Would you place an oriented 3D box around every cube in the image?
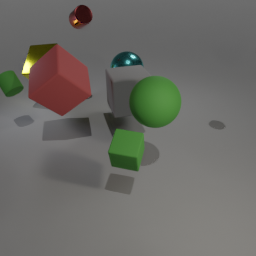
[{"bbox_3d":[-3.342,-2.570,11.876,1.400,1.400,1.400,3,73,22],"label":"cube"},{"bbox_3d":[0.016,-1.362,10.206,1.400,1.400,1.400,-8,31,-12],"label":"cube"},{"bbox_3d":[-0.019,0.536,6.778,0.700,0.700,0.700,9,55,12],"label":"cube"},{"bbox_3d":[-2.218,-1.512,9.108,1.400,1.400,1.400,-32,50,23],"label":"cube"}]

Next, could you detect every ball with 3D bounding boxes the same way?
[{"bbox_3d":[-0.041,-2.438,11.540,1.400,1.400,1.400,0,30,0],"label":"ball"},{"bbox_3d":[0.730,-0.701,7.560,1.400,1.400,1.400,0,30,0],"label":"ball"}]

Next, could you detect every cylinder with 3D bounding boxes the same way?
[{"bbox_3d":[-1.776,-4.144,10.487,0.700,0.700,0.700,-18,11,-28],"label":"cylinder"},{"bbox_3d":[-4.241,-1.586,10.059,0.700,0.700,0.700,-33,-2,-1],"label":"cylinder"}]
